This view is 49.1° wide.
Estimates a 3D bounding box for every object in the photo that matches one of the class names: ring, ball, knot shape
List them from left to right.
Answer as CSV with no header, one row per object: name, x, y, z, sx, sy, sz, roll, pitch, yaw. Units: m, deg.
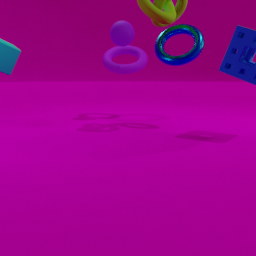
ball,-0.197,-3.229,9.602,0.847,0.847,0.847,0,10,0
ring,-0.114,-2.625,10.676,1.733,0.347,1.733,-1,45,1
knot shape,1.027,-3.535,7.735,0.876,1.895,1.774,8,-11,29
ring,1.505,-2.468,8.285,1.473,1.473,0.295,4,-23,21

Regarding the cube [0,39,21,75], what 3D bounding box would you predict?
cube,-3.263,-1.858,7.066,0.700,0.700,0.700,19,13,-46

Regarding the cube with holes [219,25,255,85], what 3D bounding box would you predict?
cube with holes,3.119,-1.739,6.825,1.101,1.101,1.101,32,29,30
